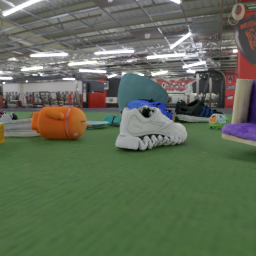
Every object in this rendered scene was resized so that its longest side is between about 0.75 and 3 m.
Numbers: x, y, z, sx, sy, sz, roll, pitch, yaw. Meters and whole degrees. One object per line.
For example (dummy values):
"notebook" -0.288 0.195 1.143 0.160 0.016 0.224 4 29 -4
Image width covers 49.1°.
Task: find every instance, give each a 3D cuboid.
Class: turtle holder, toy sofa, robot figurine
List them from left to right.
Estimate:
"robot figurine" -1.797 -0.133 7.544 1.547 1.113 0.902 1 33 8
"turtle holder" 3.469 -0.248 10.618 0.790 0.561 0.601 0 5 -1
"toy sofa" 3.048 -0.174 4.634 1.376 1.168 2.821 -5 14 -33

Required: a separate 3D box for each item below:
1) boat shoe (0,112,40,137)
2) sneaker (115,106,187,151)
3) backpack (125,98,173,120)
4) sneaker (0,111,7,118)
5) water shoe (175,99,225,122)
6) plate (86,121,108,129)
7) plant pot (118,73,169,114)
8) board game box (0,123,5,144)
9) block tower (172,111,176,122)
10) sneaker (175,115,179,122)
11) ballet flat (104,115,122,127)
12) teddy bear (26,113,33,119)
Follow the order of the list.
"boat shoe" -3.427 -0.120 8.385 1.973 0.703 0.688 0 5 1
"sneaker" 0.663 -0.046 6.481 0.869 0.938 2.313 2 4 39
"backpack" 0.543 -0.275 7.857 1.161 1.124 1.383 6 7 31
"sneaker" -6.019 -0.655 12.475 0.879 1.061 2.225 3 4 44
"water shoe" 3.795 -0.903 14.372 2.986 1.178 1.067 -2 6 -25
"plate" -1.675 -0.118 11.054 1.812 0.232 1.812 0 4 0
"plant pot" 0.490 -1.274 13.703 2.513 1.692 2.513 26 -13 6
"board game box" -4.135 0.212 5.835 2.465 0.497 1.886 -1 5 -7
"block tower" 1.015 -0.430 11.831 2.147 0.621 0.580 7 -6 44
"sneaker" 1.599 -0.309 12.173 1.328 0.504 0.603 -8 -29 41
"ballet flat" -0.512 -0.258 11.858 0.508 0.508 1.412 -3 7 -34
"teddy bear" -3.354 -0.224 11.175 1.225 0.564 1.690 7 -4 -10
